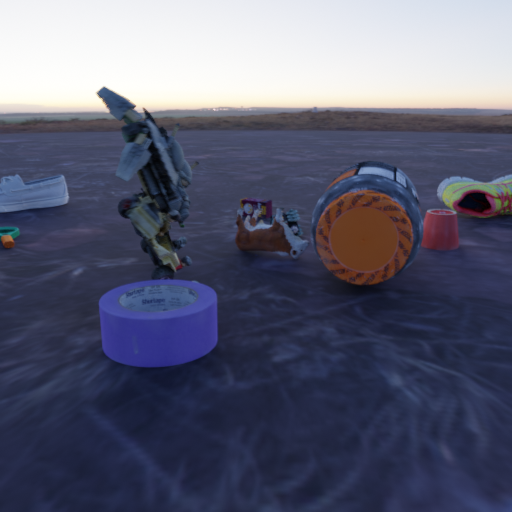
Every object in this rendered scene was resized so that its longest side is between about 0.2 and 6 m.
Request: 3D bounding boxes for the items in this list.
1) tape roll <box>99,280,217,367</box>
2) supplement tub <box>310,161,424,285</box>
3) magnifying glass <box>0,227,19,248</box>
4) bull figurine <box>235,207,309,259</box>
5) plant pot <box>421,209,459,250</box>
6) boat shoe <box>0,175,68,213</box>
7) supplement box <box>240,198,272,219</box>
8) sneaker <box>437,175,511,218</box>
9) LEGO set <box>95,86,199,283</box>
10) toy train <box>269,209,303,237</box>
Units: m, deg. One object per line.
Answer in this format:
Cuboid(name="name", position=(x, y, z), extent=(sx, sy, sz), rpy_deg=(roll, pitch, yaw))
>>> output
Cuboid(name="tape roll", position=(-1.036, 0.686, 6.026), extent=(1.241, 0.527, 1.241), rpy_deg=(0, 16, 0))
Cuboid(name="supplement tub", position=(1.673, -0.524, 8.390), extent=(1.575, 1.575, 2.571), rpy_deg=(4, 17, 13))
Cuboid(name="magnifying glass", position=(-4.694, -0.361, 10.479), extent=(0.560, 0.158, 1.408), rpy_deg=(-8, 18, -27))
Cuboid(name="bull figurine", position=(0.229, -0.387, 9.440), extent=(1.384, 0.840, 0.451), rpy_deg=(2, 2, 29))
Cuboid(name="plant pot", position=(3.296, -0.483, 10.025), extent=(0.713, 0.631, 0.713), rpy_deg=(1, 16, 0))
Cuboid(name="boat shoe", position=(-5.700, -1.529, 13.388), extent=(2.391, 0.819, 0.861), rpy_deg=(-10, 18, -31))
Cuboid(name="supplement box", position=(-0.001, -1.073, 12.580), extent=(0.689, 0.380, 0.295), rpy_deg=(9, 19, 30))
Cuboid(name="sneaker", position=(5.324, -1.210, 12.445), extent=(2.375, 0.928, 1.072), rpy_deg=(-2, 27, 7))
Cuboid(name="LEGO set", position=(-1.281, -1.008, 8.345), extent=(1.204, 2.759, 4.249), rpy_deg=(-23, 50, -4))
Cuboid(name="toy train", position=(0.567, -0.592, 10.875), extent=(0.592, 0.443, 1.039), rpy_deg=(-12, 17, 3))
